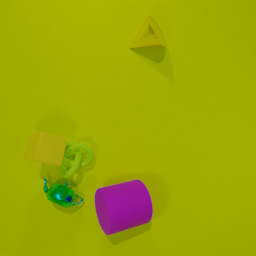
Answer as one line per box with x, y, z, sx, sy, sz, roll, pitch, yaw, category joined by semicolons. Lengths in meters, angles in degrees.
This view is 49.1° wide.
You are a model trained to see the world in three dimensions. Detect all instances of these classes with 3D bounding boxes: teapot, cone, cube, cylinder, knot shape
-2.013;1.945;8.394;1.411;0.877;0.691;27;70;-9;teapot
0.475;-2.808;8.910;1.077;1.073;1.073;-25;86;25;cone
-2.290;0.583;7.789;0.783;0.783;0.783;21;74;-40;cube
-0.149;2.216;7.951;1.277;1.277;1.277;-8;85;-25;cylinder
-1.595;0.870;8.482;1.128;0.557;1.205;-15;70;3;knot shape
